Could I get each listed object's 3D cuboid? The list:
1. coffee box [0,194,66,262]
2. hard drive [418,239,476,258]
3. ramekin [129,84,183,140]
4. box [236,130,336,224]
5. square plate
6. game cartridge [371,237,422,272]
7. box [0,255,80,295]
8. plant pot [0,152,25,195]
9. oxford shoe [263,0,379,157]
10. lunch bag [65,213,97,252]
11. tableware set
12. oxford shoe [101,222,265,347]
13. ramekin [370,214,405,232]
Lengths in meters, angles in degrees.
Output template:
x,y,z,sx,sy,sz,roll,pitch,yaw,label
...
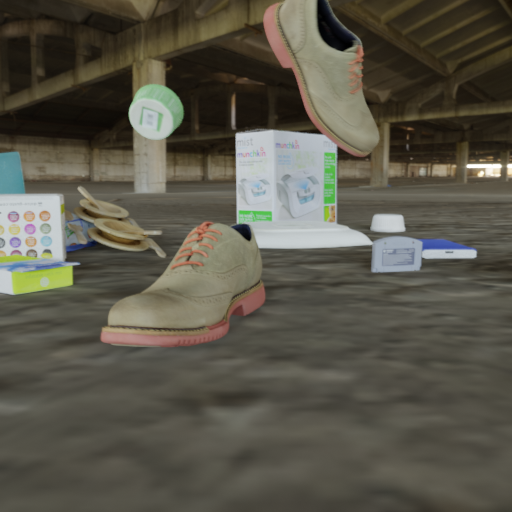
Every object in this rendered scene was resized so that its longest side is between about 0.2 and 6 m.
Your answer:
x,y,z,sx,sy,sz,roll,pitch,yaw,label
-3.404,-0.385,8.312,1.052,1.042,1.054,-3,8,-16,coffee box
3.090,-0.131,9.688,0.884,0.170,1.340,0,8,-2,hard drive
-1.918,-2.682,10.603,0.989,0.989,0.483,2,41,12,ramekin
0.821,-1.956,14.589,1.335,2.436,2.761,7,10,41,box
0.769,-0.472,11.529,2.530,0.360,2.507,-2,8,-12,square plate
1.948,-0.023,7.773,0.729,0.486,0.149,-2,15,-15,game cartridge
-2.838,0.210,6.697,1.320,0.315,0.805,5,10,34,box
-6.438,-1.206,11.850,2.573,1.819,1.818,-10,12,-35,plant pot
1.166,-2.545,8.031,0.975,2.607,0.918,-12,38,45,oxford shoe
-3.906,-0.427,10.115,1.778,0.672,1.425,3,10,13,lunch bag
-2.452,-0.631,9.575,1.489,0.452,2.253,11,14,-32,tableware set
-0.562,0.170,4.809,0.858,0.911,2.435,2,8,15,oxford shoe
3.244,-0.814,13.807,0.839,0.391,0.839,0,7,0,ramekin
